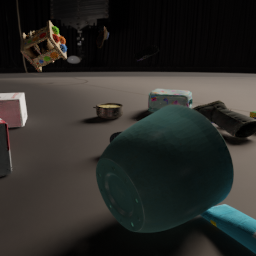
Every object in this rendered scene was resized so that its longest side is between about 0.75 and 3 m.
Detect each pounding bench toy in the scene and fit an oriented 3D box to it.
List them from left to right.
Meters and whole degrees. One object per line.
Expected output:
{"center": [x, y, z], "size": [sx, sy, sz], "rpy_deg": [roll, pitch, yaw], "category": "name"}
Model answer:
{"center": [-2.919, -3.092, 9.896], "size": [1.281, 1.020, 1.642], "rpy_deg": [-22, 53, 9], "category": "pounding bench toy"}

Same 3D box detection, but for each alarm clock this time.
{"center": [-0.734, -0.728, 12.357], "size": [1.202, 0.593, 1.781], "rpy_deg": [-7, 14, -28], "category": "alarm clock"}

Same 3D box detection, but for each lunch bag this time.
{"center": [2.167, -1.331, 13.864], "size": [2.094, 1.006, 2.611], "rpy_deg": [7, 16, 15], "category": "lunch bag"}

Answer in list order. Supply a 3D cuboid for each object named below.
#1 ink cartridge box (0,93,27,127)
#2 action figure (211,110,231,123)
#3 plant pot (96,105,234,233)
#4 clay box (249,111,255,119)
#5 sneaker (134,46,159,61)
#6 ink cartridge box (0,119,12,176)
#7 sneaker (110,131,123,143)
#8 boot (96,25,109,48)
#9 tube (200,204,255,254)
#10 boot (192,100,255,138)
{"center": [-5.554, -0.700, 11.122], "size": [2.710, 1.164, 1.984], "rpy_deg": [-5, 15, -15], "category": "ink cartridge box"}
{"center": [3.571, -0.422, 11.009], "size": [1.353, 0.670, 0.442], "rpy_deg": [11, -19, 31], "category": "action figure"}
{"center": [0.411, 0.736, 4.439], "size": [1.499, 1.868, 1.868], "rpy_deg": [-23, 25, -32], "category": "plant pot"}
{"center": [5.889, -0.317, 10.622], "size": [2.687, 0.640, 1.544], "rpy_deg": [-7, 15, -28], "category": "clay box"}
{"center": [0.632, -2.526, 9.490], "size": [0.843, 0.319, 0.369], "rpy_deg": [-18, -2, 11], "category": "sneaker"}
{"center": [-3.651, 0.385, 6.636], "size": [1.249, 1.255, 1.727], "rpy_deg": [-10, 18, -35], "category": "ink cartridge box"}
{"center": [0.367, 0.396, 8.179], "size": [1.792, 0.629, 0.735], "rpy_deg": [4, 3, -1], "category": "sneaker"}
{"center": [-1.017, -3.741, 11.736], "size": [0.386, 1.033, 0.501], "rpy_deg": [0, -15, 30], "category": "boot"}
{"center": [1.716, 1.494, 4.195], "size": [0.626, 0.408, 1.618], "rpy_deg": [0, 8, -20], "category": "tube"}
{"center": [3.269, -0.179, 10.058], "size": [1.941, 0.775, 2.135], "rpy_deg": [-26, 36, -3], "category": "boot"}
